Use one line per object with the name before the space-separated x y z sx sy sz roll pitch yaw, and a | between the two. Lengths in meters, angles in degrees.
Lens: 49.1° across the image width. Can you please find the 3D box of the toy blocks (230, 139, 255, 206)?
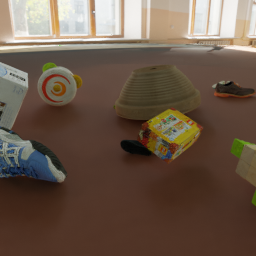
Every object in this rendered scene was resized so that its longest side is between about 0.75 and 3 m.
toy blocks | 3.183 0.950 4.879 1.639 1.198 2.398 5 18 -19

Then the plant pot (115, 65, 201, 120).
plant pot | 0.948 -1.380 9.683 2.971 1.371 2.971 -8 20 3

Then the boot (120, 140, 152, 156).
boot | 0.314 0.382 7.190 0.861 0.329 0.724 13 27 15

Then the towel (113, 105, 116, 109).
towel | -0.059 -0.666 10.334 0.548 0.115 1.274 -10 23 -24

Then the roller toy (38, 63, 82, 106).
roller toy | -2.731 -1.624 10.970 1.594 1.454 1.114 22 13 -17

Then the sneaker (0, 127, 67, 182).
sneaker | -2.231 0.734 5.864 2.310 0.874 0.890 15 50 31

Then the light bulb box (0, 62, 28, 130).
light bulb box | -4.587 -1.258 8.412 2.629 1.641 2.606 21 11 -26

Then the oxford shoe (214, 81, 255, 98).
oxford shoe | 4.768 -1.719 12.385 1.778 0.645 0.633 -1 20 -1

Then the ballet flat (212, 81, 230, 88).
ballet flat | 4.800 -2.096 13.729 1.305 0.468 0.468 16 26 38

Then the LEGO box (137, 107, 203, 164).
LEGO box | 0.986 0.126 6.486 0.941 0.487 1.263 38 42 24
